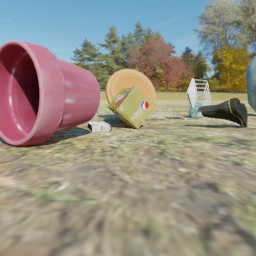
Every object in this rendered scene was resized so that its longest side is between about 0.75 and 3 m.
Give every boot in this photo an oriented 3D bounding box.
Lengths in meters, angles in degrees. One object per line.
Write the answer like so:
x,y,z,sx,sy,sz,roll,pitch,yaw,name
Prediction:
2.592,-0.377,7.511,0.984,0.551,1.423,-8,-27,35,boot

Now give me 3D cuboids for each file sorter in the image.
2.353,-1.093,9.203,0.554,0.617,0.890,9,-28,29,file sorter

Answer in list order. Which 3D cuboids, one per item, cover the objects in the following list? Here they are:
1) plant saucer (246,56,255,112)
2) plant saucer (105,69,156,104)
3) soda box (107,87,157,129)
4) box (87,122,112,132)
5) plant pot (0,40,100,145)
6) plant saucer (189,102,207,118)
5.310,-1.776,11.895,0.489,2.539,2.539,-4,4,24,plant saucer
0.146,-1.230,9.923,1.896,1.896,0.306,-3,-14,-24,plant saucer
0.019,-0.640,8.248,0.773,0.818,2.416,40,-2,-11,soda box
-0.742,-0.043,7.187,0.493,0.155,0.895,-2,7,-15,box
-1.475,-0.617,5.292,1.786,1.786,1.598,5,6,38,plant pot
2.605,-0.724,10.523,0.774,0.774,0.149,7,-27,46,plant saucer
